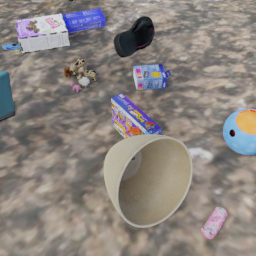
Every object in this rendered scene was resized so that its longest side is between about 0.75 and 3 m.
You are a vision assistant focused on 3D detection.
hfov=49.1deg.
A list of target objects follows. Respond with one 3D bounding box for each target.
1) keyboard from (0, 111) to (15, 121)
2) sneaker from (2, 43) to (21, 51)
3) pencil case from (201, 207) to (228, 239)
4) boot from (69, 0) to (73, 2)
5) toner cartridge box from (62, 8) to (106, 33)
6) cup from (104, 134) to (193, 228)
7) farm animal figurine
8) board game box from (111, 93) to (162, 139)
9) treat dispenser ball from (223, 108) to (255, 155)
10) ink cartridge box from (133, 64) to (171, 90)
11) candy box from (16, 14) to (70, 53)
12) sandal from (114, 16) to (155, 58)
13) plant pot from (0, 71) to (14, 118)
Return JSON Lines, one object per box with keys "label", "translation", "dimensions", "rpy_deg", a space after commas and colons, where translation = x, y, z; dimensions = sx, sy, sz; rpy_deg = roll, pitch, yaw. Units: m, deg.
{"label": "keyboard", "translation": [-5.623, -0.506, 10.013], "dimensions": [2.786, 0.287, 1.770], "rpy_deg": [-27, 53, -24]}
{"label": "sneaker", "translation": [-5.470, -3.835, 13.060], "dimensions": [0.916, 0.359, 0.302], "rpy_deg": [8, 50, 10]}
{"label": "pencil case", "translation": [2.218, 2.428, 7.200], "dimensions": [0.379, 0.379, 0.866], "rpy_deg": [32, 54, 26]}
{"label": "boot", "translation": [-1.560, -5.010, 9.700], "dimensions": [1.203, 0.992, 0.395], "rpy_deg": [-6, 14, 17]}
{"label": "toner cartridge box", "translation": [-2.270, -5.563, 14.486], "dimensions": [2.064, 0.446, 0.981], "rpy_deg": [-16, 60, -14]}
{"label": "cup", "translation": [0.286, 1.140, 7.394], "dimensions": [2.333, 2.333, 1.669], "rpy_deg": [-28, 27, -24]}
{"label": "farm animal figurine", "translation": [-1.954, -2.243, 11.304], "dimensions": [1.182, 0.736, 1.463], "rpy_deg": [-24, 52, -21]}
{"label": "board game box", "translation": [0.218, -0.032, 8.857], "dimensions": [0.433, 1.302, 1.936], "rpy_deg": [-29, 53, -24]}
{"label": "treat dispenser ball", "translation": [3.699, 0.114, 8.649], "dimensions": [1.441, 1.441, 1.441], "rpy_deg": [0, 47, 0]}
{"label": "ink cartridge box", "translation": [0.991, -2.066, 11.288], "dimensions": [1.440, 0.550, 0.982], "rpy_deg": [-4, 47, -7]}
{"label": "candy box", "translation": [-4.082, -4.570, 13.422], "dimensions": [2.248, 0.804, 1.885], "rpy_deg": [-14, 49, -13]}
{"label": "sandal", "translation": [0.376, -2.613, 8.004], "dimensions": [0.531, 0.833, 2.217], "rpy_deg": [-5, 32, 35]}
{"label": "plant pot", "translation": [-3.612, -0.645, 6.560], "dimensions": [1.064, 1.064, 1.506], "rpy_deg": [6, 28, 8]}
